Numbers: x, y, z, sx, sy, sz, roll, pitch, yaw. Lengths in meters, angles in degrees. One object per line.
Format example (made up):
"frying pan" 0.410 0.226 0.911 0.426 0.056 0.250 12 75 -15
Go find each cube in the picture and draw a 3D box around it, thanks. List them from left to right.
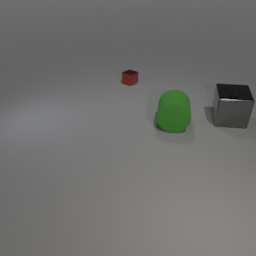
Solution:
"cube" 0.124 -2.950 16.423 0.700 0.700 0.700 24 38 32
"cube" 4.519 -0.980 12.246 1.400 1.400 1.400 4 38 7

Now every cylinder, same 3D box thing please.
"cylinder" 1.964 -0.733 11.960 1.400 1.400 1.400 5 31 8
